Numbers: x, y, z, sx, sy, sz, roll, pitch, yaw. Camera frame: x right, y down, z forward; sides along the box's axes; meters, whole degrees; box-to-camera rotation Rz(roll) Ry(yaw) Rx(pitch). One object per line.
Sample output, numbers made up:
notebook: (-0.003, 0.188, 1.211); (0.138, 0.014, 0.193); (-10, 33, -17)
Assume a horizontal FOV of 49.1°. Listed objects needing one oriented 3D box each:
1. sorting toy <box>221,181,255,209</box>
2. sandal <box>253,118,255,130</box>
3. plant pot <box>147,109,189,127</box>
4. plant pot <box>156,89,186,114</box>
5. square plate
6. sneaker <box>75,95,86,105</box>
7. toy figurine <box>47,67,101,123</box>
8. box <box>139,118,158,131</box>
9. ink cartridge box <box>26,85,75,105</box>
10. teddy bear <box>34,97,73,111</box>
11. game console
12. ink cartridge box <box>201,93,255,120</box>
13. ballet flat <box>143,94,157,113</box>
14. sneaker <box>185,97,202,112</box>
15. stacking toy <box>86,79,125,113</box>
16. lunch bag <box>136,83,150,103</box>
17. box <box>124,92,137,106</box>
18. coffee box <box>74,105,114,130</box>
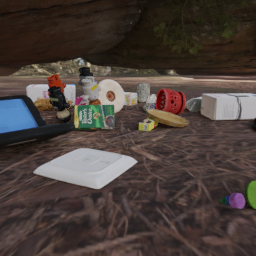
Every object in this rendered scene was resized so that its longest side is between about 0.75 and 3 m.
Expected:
sorting toy: (2.020, 1.094, 4.654); (1.277, 0.443, 0.440); (-6, -9, -31)
sandal: (4.826, -0.269, 9.872); (0.825, 0.495, 2.197); (4, 14, 18)
plant pot: (1.425, -0.342, 10.163); (1.565, 0.215, 1.565); (14, 14, -4)
plant pot: (1.863, -1.093, 12.143); (1.029, 1.130, 1.130); (6, 11, -18)
square plate: (-0.869, 0.773, 6.095); (1.641, 0.236, 1.656); (6, 15, 27)
sneaker: (-1.802, -1.452, 14.341); (1.798, 0.732, 0.793); (-2, 16, -10)
toy figurine: (-2.069, -1.315, 10.931); (2.030, 1.434, 2.062); (-18, 32, -9)
box: (0.744, -0.142, 9.852); (0.399, 0.266, 1.060); (6, 14, 21)
ink cartridge box: (-4.091, -1.808, 15.157); (2.437, 1.031, 1.761); (-1, 13, -10)
teddy bear: (-3.626, -1.214, 13.558); (1.935, 0.646, 1.403); (-2, 12, -10)
game console: (-3.226, -0.285, 7.133); (2.825, 1.644, 2.484); (-13, -2, -42)
ink cartridge box: (4.369, -0.922, 11.649); (2.213, 0.926, 1.605); (-1, 13, -6)
ballet flat: (1.159, -1.226, 13.399); (0.773, 0.773, 2.149); (3, 14, 12)
sneaker: (3.779, -1.210, 13.288); (2.194, 0.772, 0.879); (-2, 11, -5)
stacking toy: (-1.293, -1.304, 13.149); (1.545, 1.545, 2.115); (-10, -1, -37)
lunch bag: (0.834, -2.013, 15.892); (0.774, 1.111, 0.932); (2, 12, 9)
box: (-0.158, -1.603, 15.223); (1.191, 0.604, 0.670); (9, 17, 34)
coffee box: (-1.119, -0.359, 9.334); (1.328, 0.816, 0.292); (0, -13, 0)
